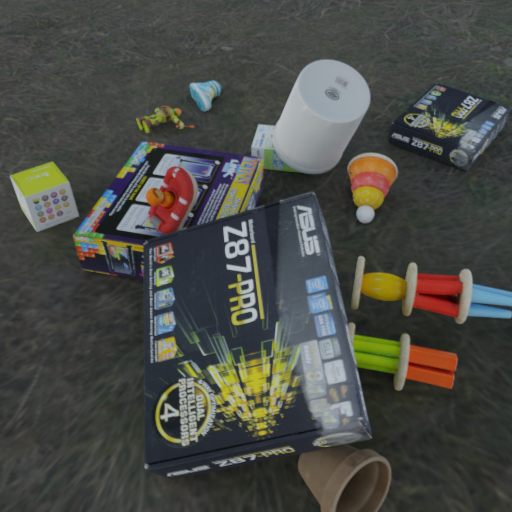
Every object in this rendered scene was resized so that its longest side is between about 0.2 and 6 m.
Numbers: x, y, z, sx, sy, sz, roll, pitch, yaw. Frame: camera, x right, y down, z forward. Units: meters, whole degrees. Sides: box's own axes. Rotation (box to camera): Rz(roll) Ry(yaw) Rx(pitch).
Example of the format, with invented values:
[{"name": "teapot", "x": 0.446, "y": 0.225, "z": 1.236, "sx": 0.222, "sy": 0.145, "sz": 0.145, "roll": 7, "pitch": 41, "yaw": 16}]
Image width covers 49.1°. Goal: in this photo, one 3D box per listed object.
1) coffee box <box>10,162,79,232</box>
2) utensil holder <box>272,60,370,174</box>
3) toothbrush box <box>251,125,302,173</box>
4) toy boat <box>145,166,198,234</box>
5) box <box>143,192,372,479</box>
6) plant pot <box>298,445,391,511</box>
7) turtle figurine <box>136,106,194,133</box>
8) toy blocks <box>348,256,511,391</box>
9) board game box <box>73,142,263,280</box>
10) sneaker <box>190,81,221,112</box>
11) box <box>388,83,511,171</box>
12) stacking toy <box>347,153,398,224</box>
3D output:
[{"name": "coffee box", "x": -4.694, "y": -1.329, "z": 12.439, "sx": 0.997, "sy": 0.987, "sz": 0.998, "roll": -26, "pitch": 49, "yaw": -25}, {"name": "utensil holder", "x": 1.426, "y": -3.076, "z": 12.586, "sx": 1.741, "sy": 2.048, "sz": 1.741, "roll": 4, "pitch": 69, "yaw": -10}, {"name": "toothbrush box", "x": 0.720, "y": -2.705, "z": 14.133, "sx": 1.535, "sy": 0.661, "sz": 1.117, "roll": 6, "pitch": 44, "yaw": 9}, {"name": "toy boat", "x": -1.675, "y": -1.058, "z": 10.355, "sx": 0.830, "sy": 1.272, "sz": 0.832, "roll": 40, "pitch": 18, "yaw": 35}, {"name": "box", "x": -0.176, "y": 1.134, "z": 8.660, "sx": 3.135, "sy": 0.955, "sz": 3.889, "roll": -14, "pitch": 56, "yaw": 11}, {"name": "plant pot", "x": 1.137, "y": 3.068, "z": 7.849, "sx": 1.157, "sy": 1.157, "sz": 1.009, "roll": -29, "pitch": 34, "yaw": -27}, {"name": "turtle figurine", "x": -2.523, "y": -3.773, "z": 15.353, "sx": 1.297, "sy": 0.518, "sz": 1.609, "roll": -28, "pitch": 50, "yaw": -26}, {"name": "toy blocks", "x": 2.886, "y": 1.208, "z": 9.376, "sx": 2.653, "sy": 0.963, "sz": 2.211, "roll": 8, "pitch": 69, "yaw": 11}, {"name": "board game box", "x": -1.673, "y": -0.972, "z": 12.022, "sx": 2.997, "sy": 1.028, "sz": 3.626, "roll": 11, "pitch": 43, "yaw": 9}, {"name": "sneaker", "x": -1.345, "y": -4.720, "z": 16.341, "sx": 0.896, "sy": 0.546, "sz": 1.373, "roll": -16, "pitch": 47, "yaw": -15}, {"name": "box", "x": 5.178, "y": -3.504, "z": 14.953, "sx": 2.258, "sy": 0.688, "sz": 2.801, "roll": 30, "pitch": 51, "yaw": 24}, {"name": "stacking toy", "x": 2.545, "y": -1.433, "z": 12.691, "sx": 1.152, "sy": 1.152, "sz": 1.576, "roll": 10, "pitch": 59, "yaw": 10}]
